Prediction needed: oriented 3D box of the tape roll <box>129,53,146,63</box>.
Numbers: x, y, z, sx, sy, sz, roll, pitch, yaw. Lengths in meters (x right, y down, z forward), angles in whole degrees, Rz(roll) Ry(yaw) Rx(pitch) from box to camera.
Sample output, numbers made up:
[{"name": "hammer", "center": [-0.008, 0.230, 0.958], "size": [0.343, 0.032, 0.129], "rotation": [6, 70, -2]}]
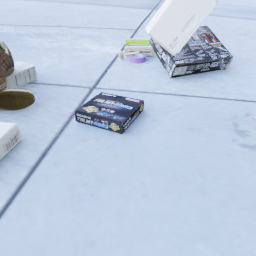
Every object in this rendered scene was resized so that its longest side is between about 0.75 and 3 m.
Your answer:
[{"name": "tape roll", "center": [0.414, -3.160, 12.645], "size": [0.763, 0.250, 0.763], "rotation": [-1, 33, 0]}]

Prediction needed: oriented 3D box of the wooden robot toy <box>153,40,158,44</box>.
[{"name": "wooden robot toy", "center": [1.055, -3.312, 9.217], "size": [0.548, 1.208, 0.532], "rotation": [-15, 66, -37]}]

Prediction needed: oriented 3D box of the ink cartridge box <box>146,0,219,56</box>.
[{"name": "ink cartridge box", "center": [1.201, -2.737, 6.869], "size": [0.839, 1.485, 2.028], "rotation": [35, 19, -12]}]

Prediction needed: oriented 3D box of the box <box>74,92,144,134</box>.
[{"name": "box", "center": [-0.517, -0.517, 8.377], "size": [1.572, 0.391, 1.560], "rotation": [15, 36, 22]}]

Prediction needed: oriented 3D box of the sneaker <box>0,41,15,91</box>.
[{"name": "sneaker", "center": [-4.306, -1.941, 8.767], "size": [0.997, 1.069, 2.830], "rotation": [-7, 30, -7]}]

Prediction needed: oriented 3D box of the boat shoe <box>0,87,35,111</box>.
[{"name": "boat shoe", "center": [-3.931, -0.963, 8.720], "size": [2.024, 0.749, 0.672], "rotation": [-6, 38, -9]}]

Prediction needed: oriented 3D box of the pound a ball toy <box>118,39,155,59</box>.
[{"name": "pound a ball toy", "center": [0.415, -3.541, 12.993], "size": [1.641, 0.697, 1.070], "rotation": [1, 54, 4]}]

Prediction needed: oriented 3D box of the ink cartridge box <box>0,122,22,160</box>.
[{"name": "ink cartridge box", "center": [-4.111, 0.442, 6.771], "size": [2.309, 0.578, 1.858], "rotation": [4, 33, 14]}]

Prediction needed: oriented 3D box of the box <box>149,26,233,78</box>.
[{"name": "box", "center": [2.576, -3.243, 11.635], "size": [2.781, 0.692, 2.193], "rotation": [-13, 57, -19]}]

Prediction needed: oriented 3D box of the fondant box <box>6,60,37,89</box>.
[{"name": "fondant box", "center": [-4.626, -1.862, 10.283], "size": [1.471, 0.594, 2.040], "rotation": [17, 35, 25]}]

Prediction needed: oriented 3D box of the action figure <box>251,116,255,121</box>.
[{"name": "action figure", "center": [4.268, -0.220, 7.805], "size": [1.145, 1.030, 1.538], "rotation": [50, 58, -3]}]
